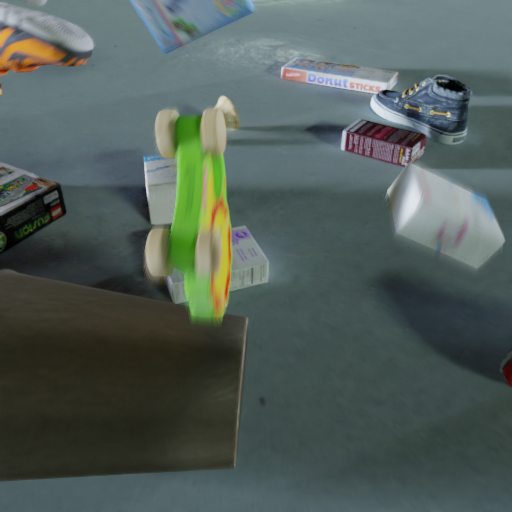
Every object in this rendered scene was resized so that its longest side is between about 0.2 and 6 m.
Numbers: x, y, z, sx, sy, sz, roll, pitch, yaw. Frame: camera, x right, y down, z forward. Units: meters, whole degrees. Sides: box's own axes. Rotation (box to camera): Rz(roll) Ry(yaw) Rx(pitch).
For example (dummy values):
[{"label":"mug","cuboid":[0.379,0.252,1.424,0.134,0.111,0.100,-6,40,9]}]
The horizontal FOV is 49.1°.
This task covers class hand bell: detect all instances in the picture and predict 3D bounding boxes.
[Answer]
[{"label":"hand bell","cuboid":[-1.319,-3.066,13.307,1.672,0.871,0.871,-30,45,-19]}]

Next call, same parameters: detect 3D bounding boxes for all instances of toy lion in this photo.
[{"label":"toy lion","cuboid":[-0.446,-0.279,4.919,0.545,1.522,1.588,0,78,9]}]

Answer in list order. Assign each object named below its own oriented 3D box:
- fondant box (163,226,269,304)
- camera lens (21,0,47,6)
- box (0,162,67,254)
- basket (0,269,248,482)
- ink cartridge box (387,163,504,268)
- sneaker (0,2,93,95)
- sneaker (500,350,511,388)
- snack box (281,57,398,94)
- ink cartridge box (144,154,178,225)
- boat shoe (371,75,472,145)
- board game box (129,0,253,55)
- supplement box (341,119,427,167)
[{"label":"fondant box","cuboid":[-0.724,0.112,9.066,1.569,0.457,1.132,-12,38,-17]},{"label":"camera lens","cuboid":[-3.272,-4.165,8.350,0.751,0.601,0.601,-19,20,41]},{"label":"box","cuboid":[-5.561,-0.389,9.518,2.241,0.707,4.072,20,41,25]},{"label":"basket","cuboid":[-1.593,1.358,6.221,2.912,1.980,2.625,5,33,0]},{"label":"ink cartridge box","cuboid":[1.530,-0.338,4.599,0.822,0.348,0.594,23,38,-15]},{"label":"sneaker","cuboid":[-3.663,-2.744,8.079,3.002,1.682,1.165,23,20,22]},{"label":"sneaker","cuboid":[4.383,1.644,6.513,2.837,1.092,1.204,9,42,12]},{"label":"snack box","cuboid":[2.430,-5.320,16.482,3.223,0.392,1.159,16,39,20]},{"label":"ink cartridge box","cuboid":[-1.631,-1.282,10.596,0.865,0.880,1.196,-7,37,-9]},{"label":"boat shoe","cuboid":[4.046,-3.881,13.750,1.025,1.315,2.897,-22,42,-27]},{"label":"board game box","cuboid":[-1.236,-4.735,10.199,1.936,1.465,0.354,-16,45,20]},{"label":"supplement box","cuboid":[2.871,-2.560,12.644,1.659,0.505,0.903,22,41,28]}]
